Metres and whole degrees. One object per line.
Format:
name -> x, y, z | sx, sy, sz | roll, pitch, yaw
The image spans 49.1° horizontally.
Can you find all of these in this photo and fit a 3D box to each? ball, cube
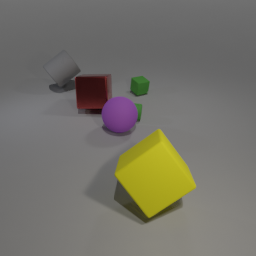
ball -> -0.321, -0.521, 10.877 | 1.400, 1.400, 1.400 | 0, 29, 0
cube -> -1.516, -1.686, 12.713 | 1.400, 1.400, 1.400 | 0, 15, 5
cube -> 0.670, 1.090, 7.145 | 1.400, 1.400, 1.400 | -36, 8, 10
cube -> 0.609, -2.193, 14.447 | 0.700, 0.700, 0.700 | -15, 42, -27

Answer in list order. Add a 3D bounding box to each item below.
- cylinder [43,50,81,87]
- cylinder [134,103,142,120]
cylinder -> -3.432, -3.090, 14.588 | 1.400, 1.400, 1.400 | -39, 38, -4
cylinder -> 0.222, -0.711, 11.975 | 0.700, 0.700, 0.700 | 7, 30, 5
